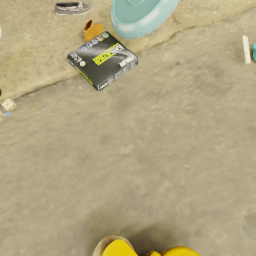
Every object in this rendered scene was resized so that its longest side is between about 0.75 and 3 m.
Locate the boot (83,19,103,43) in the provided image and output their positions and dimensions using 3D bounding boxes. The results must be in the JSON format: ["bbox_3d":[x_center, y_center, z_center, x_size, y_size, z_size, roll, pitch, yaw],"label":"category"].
[{"bbox_3d":[-1.453,-4.248,11.894,0.486,0.989,1.381,21,64,10],"label":"boot"}]

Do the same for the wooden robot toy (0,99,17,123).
[{"bbox_3d":[-3.045,-0.300,6.106,1.196,0.527,0.543,-40,89,15],"label":"wooden robot toy"}]

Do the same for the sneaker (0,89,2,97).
[{"bbox_3d":[-5.122,-1.182,10.678,0.352,0.335,0.888,6,62,6],"label":"sneaker"}]

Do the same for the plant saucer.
[{"bbox_3d":[0.471,-4.368,9.190,2.974,0.408,2.974,-15,65,35],"label":"plant saucer"}]

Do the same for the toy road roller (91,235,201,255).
[{"bbox_3d":[0.635,3.770,7.348,2.965,1.822,2.164,42,58,14],"label":"toy road roller"}]

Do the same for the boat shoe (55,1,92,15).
[{"bbox_3d":[-2.515,-5.546,12.848,1.708,0.487,0.571,-8,63,-4],"label":"boat shoe"}]

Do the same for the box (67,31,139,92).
[{"bbox_3d":[-1.021,-2.770,11.402,2.143,0.509,2.070,-37,66,-17],"label":"box"}]

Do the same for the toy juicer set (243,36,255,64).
[{"bbox_3d":[5.508,-2.802,11.458,2.127,0.579,1.353,19,82,5],"label":"toy juicer set"}]
